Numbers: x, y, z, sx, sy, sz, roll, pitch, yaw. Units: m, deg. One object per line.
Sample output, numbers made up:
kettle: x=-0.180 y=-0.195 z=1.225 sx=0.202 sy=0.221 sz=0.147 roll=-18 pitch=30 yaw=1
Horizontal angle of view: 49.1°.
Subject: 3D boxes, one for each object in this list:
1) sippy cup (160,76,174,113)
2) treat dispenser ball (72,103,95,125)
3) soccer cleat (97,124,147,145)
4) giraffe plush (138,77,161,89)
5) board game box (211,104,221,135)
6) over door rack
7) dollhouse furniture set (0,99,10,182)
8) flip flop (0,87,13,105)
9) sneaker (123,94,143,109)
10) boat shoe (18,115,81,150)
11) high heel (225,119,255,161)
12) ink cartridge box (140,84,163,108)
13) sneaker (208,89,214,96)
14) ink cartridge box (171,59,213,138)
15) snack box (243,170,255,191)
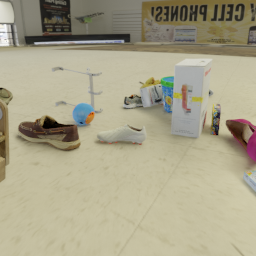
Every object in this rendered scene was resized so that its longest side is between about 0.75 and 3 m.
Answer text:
sippy cup: x=2.251 y=-1.509 z=12.883 sx=1.609 sy=1.502 sz=2.049 roll=12 pitch=24 yaw=29
treat dispenser ball: x=-1.806 y=-0.575 z=11.398 sx=0.902 sy=0.902 sz=0.902 roll=0 pitch=22 yaw=0
soccer cleat: x=-0.225 y=0.168 z=9.793 sx=1.753 sy=0.680 sz=0.608 roll=2 pitch=22 yaw=7
giraffe plush: x=1.255 y=-2.112 z=15.343 sx=1.247 sy=1.076 sz=1.011 roll=3 pitch=41 yaw=-20
board game box: x=3.379 y=-0.346 z=10.773 sx=0.312 sy=0.909 sz=1.100 roll=5 pitch=23 yaw=15
over door rack: x=-2.294 y=-1.873 z=13.233 sx=2.616 sy=1.932 sz=0.871 roll=12 pitch=26 yaw=26
dollhouse furniture set: x=-4.321 y=0.325 z=6.727 sx=2.644 sy=2.266 sz=2.781 roll=17 pitch=25 yaw=14
flip flop: x=-6.564 y=-1.719 z=14.519 sx=0.960 sy=0.681 sz=2.367 roll=-6 pitch=22 yaw=-14
sneaker: x=0.457 y=-1.372 z=13.752 sx=1.570 sy=0.622 sz=0.580 roll=-15 pitch=25 yaw=-36
boat shoe: x=-2.822 y=-0.013 z=9.830 sx=2.723 sy=0.980 sz=0.982 roll=14 pitch=26 yaw=31
high heel: x=3.689 y=0.301 z=8.991 sx=1.438 sy=1.008 sz=2.991 roll=20 pitch=13 yaw=20
ink cartridge box: x=1.301 y=-1.604 z=13.726 sx=1.312 sy=0.947 sz=0.549 roll=-18 pitch=8 yaw=-36
sneaker: x=4.243 y=-2.084 z=15.753 sx=1.248 sy=0.486 sz=0.620 roll=14 pitch=23 yaw=30
ink cartridge box: x=2.420 y=-1.215 z=10.630 sx=1.090 sy=2.613 sz=1.897 roll=9 pitch=23 yaw=21
snack box: x=3.517 y=1.421 z=7.230 sx=0.657 sy=0.245 sz=0.924 roll=-3 pitch=22 yaw=-6
